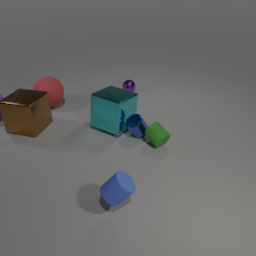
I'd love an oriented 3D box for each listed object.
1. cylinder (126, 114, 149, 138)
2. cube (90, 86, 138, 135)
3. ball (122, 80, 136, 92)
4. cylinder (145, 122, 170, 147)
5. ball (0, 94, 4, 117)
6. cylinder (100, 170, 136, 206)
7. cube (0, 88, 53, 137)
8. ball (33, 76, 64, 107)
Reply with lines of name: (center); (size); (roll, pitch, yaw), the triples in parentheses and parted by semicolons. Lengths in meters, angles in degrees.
cylinder: (0.366, -0.081, 10.949); (0.700, 0.700, 0.700); (-19, 46, 22)
cube: (-0.565, -0.758, 11.421); (1.400, 1.400, 1.400); (20, 31, 25)
ball: (0.049, -2.156, 14.522); (0.700, 0.700, 0.700); (0, 32, 0)
cylinder: (1.098, 0.244, 10.444); (0.700, 0.700, 0.700); (-24, 62, -32)
ball: (-5.992, -0.979, 11.989); (1.400, 1.400, 1.400); (0, 32, 0)
cylinder: (-0.268, 1.620, 7.524); (0.700, 0.700, 0.700); (38, 23, -19)
cube: (-4.122, -0.656, 11.432); (1.400, 1.400, 1.400); (8, 32, 14)
ball: (-3.681, -1.686, 12.997); (1.400, 1.400, 1.400); (0, 32, 0)
